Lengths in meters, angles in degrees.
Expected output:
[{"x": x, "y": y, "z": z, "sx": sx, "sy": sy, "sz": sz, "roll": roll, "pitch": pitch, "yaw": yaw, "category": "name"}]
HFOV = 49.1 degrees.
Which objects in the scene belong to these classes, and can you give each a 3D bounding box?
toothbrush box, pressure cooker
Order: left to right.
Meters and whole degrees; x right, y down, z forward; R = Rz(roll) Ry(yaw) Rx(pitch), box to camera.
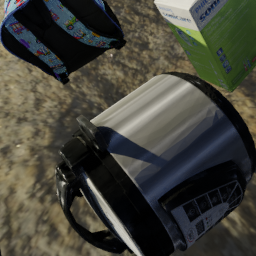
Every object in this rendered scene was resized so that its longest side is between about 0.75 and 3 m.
[{"x": 0.223, "y": 0.594, "z": 3.665, "sx": 2.225, "sy": 1.988, "sz": 1.957, "roll": -35, "pitch": 86, "yaw": -15, "category": "pressure cooker"}, {"x": 1.848, "y": -2.086, "z": 5.369, "sx": 1.678, "sy": 2.304, "sz": 0.992, "roll": -49, "pitch": 44, "yaw": 0, "category": "toothbrush box"}]

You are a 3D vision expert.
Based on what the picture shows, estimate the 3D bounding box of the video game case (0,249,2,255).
[{"x": -2.345, "y": 1.793, "z": 4.287, "sx": 0.124, "sy": 0.877, "sz": 0.970, "roll": -19, "pitch": 78, "yaw": 15, "category": "video game case"}]

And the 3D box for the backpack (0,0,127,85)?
[{"x": -1.497, "y": -2.258, "z": 5.858, "sx": 2.189, "sy": 2.398, "sz": 1.613, "roll": -28, "pitch": 73, "yaw": 16, "category": "backpack"}]
